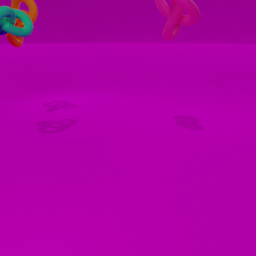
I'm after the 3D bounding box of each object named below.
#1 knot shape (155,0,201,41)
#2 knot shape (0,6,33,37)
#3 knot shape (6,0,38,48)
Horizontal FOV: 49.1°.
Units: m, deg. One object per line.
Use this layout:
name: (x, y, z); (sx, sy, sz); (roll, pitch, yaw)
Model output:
knot shape: (1.155, -2.832, 6.820); (0.724, 1.467, 1.568); (-10, 52, -9)
knot shape: (-3.016, -2.492, 6.556); (1.405, 0.649, 1.315); (1, 19, -7)
knot shape: (-3.443, -3.498, 8.903); (0.748, 1.515, 1.619); (21, 33, -36)
